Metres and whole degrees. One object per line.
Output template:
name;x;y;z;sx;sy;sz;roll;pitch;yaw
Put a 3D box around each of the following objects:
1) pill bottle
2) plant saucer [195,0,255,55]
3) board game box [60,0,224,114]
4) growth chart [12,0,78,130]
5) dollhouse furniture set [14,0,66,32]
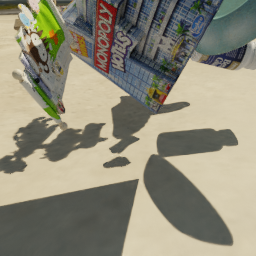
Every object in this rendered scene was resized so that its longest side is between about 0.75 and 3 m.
pill bottle;2.646;-2.084;7.470;1.771;0.983;0.983;11;26;-8
plant saucer;2.310;-2.639;5.928;2.486;0.479;2.486;-35;32;27
board game box;-0.200;-1.645;4.705;2.634;2.635;0.813;30;70;4
growth chart;-1.056;-0.995;3.702;0.154;1.256;1.735;-9;58;17
dollhouse furniture set;-1.658;-2.849;6.484;1.174;1.003;2.266;0;66;4
